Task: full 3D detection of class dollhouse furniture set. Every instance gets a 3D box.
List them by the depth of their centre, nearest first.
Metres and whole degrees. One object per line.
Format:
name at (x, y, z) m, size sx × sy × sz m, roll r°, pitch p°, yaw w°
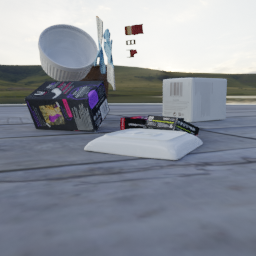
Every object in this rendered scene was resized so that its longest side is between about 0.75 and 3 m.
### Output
dollhouse furniture set at (0.296, -3.810, 12.314) m, size 0.576 × 1.417 × 0.763 m, roll -14°, pitch 22°, yaw -23°

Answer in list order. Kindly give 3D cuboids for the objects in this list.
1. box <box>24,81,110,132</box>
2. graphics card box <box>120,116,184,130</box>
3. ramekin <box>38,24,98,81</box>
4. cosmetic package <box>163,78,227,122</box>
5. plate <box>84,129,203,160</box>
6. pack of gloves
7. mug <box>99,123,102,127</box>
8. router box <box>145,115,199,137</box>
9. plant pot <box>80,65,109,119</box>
box at (-2.299, -0.890, 10.915) m, size 2.673 × 1.418 × 1.634 m, roll 3°, pitch 34°, yaw 19°
graphics card box at (0.902, -0.154, 10.595) m, size 2.100 × 0.534 × 1.318 m, roll 6°, pitch 9°, yaw 39°
ramekin at (-2.755, -3.267, 12.622) m, size 2.583 × 2.583 × 1.356 m, roll -3°, pitch -27°, yaw -24°
cosmetic package at (3.626, -1.559, 15.311) m, size 2.707 × 2.251 × 2.265 m, roll -5°, pitch 8°, yaw -33°
plate at (0.485, 0.313, 7.152) m, size 2.377 × 0.384 × 2.372 m, roll 3°, pitch 8°, yaw 28°
pack of gloves at (-1.080, -3.001, 11.327) m, size 0.477 × 2.419 × 2.032 m, roll -13°, pitch 40°, yaw -15°
mug at (-1.624, -0.379, 11.989) m, size 0.822 × 0.730 × 0.549 m, roll -1°, pitch 32°, yaw 34°
router box at (1.329, -0.023, 8.543) m, size 1.006 × 0.417 × 1.343 m, roll 22°, pitch -8°, yaw -34°
plant pot at (-2.387, -2.030, 16.387) m, size 2.998 × 2.968 × 2.998 m, roll -1°, pitch 7°, yaw 0°
